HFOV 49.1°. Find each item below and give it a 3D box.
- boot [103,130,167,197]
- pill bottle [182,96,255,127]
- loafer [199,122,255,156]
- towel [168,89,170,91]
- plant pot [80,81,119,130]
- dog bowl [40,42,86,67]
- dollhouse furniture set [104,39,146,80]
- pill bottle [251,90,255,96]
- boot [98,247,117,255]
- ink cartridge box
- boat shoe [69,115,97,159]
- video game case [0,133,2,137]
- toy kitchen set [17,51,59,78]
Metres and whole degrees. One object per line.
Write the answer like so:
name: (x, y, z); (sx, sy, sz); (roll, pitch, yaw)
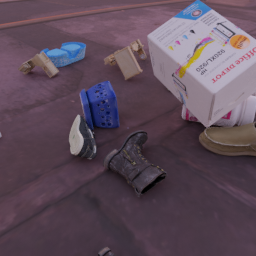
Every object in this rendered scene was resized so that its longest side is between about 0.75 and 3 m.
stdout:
boot: (0.408, 0.969, 7.883); (1.654, 0.658, 1.900); (28, 53, 34)
pill bottle: (3.132, -0.738, 9.721); (2.292, 1.299, 1.299); (11, 36, 16)
loafer: (3.601, 0.278, 8.562); (2.744, 0.925, 1.043); (6, 34, 8)
towel: (2.448, -2.127, 12.661); (1.355, 0.333, 1.827); (4, 34, 4)
plant pot: (-1.023, -0.747, 9.834); (1.159, 1.289, 1.290); (-13, 36, -8)
dog bowl: (-3.408, -3.951, 15.076); (1.479, 0.658, 2.654); (23, 41, 31)
dollhouse furniture set: (-0.009, -3.388, 14.040); (1.511, 1.290, 2.915); (-22, 18, 23)
pill bottle: (5.672, -1.294, 10.781); (1.066, 1.066, 1.843); (-22, 39, -29)
boot: (-0.296, 2.836, 5.248); (1.033, 0.411, 1.187); (20, 37, 28)
ink cartridge box: (2.321, -1.926, 8.550); (2.073, 2.037, 2.816); (-37, 63, -7)
boat shoe: (-1.440, 0.272, 8.937); (0.724, 0.769, 2.140); (20, 21, -24)
video game case: (-5.607, 0.283, 9.188); (1.932, 0.243, 2.123); (28, 44, 35)
toy kitchen set: (-4.354, -2.661, 13.318); (1.362, 1.229, 1.111); (-29, 17, 31)
